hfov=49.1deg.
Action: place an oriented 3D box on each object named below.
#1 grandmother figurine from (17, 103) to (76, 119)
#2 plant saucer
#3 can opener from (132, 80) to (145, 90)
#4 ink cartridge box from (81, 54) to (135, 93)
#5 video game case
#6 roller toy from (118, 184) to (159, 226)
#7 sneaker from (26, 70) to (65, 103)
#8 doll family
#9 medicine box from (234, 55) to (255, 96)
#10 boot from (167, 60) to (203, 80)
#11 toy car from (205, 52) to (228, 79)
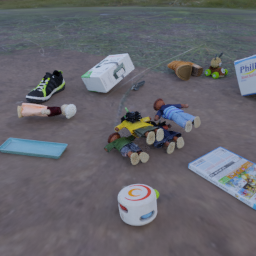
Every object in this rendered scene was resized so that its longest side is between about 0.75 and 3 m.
[{"bbox_3d":[-2.638,-0.568,9.257,1.827,0.553,1.108,-2,14,-7],"label":"grandmother figurine"},{"bbox_3d":[-2.613,0.565,7.742,1.793,0.170,0.627,5,29,10],"label":"plant saucer"},{"bbox_3d":[0.468,-1.811,12.100,0.297,0.235,0.893,46,44,7],"label":"can opener"},{"bbox_3d":[-0.822,-2.291,11.582,1.312,0.756,1.798,11,47,47],"label":"ink cartridge box"},{"bbox_3d":[2.599,1.107,6.737,1.334,0.166,1.864,-20,34,-33],"label":"video game case"},{"bbox_3d":[0.183,1.525,5.540,0.821,0.573,0.749,-1,20,16],"label":"roller toy"},{"bbox_3d":[-3.309,-1.750,11.170,0.809,0.935,2.257,9,30,16],"label":"sneaker"},{"bbox_3d":[0.649,-0.050,8.017,2.898,1.137,1.675,-12,26,-30],"label":"doll family"},{"bbox_3d":[6.148,-2.360,10.689,2.887,1.486,2.630,-17,5,-27],"label":"medicine box"},{"bbox_3d":[2.466,-2.846,13.424,1.964,0.724,1.519,-9,30,-44],"label":"boot"},{"bbox_3d":[4.270,-3.019,13.309,0.898,1.093,0.862,-22,39,-34],"label":"toy car"}]
